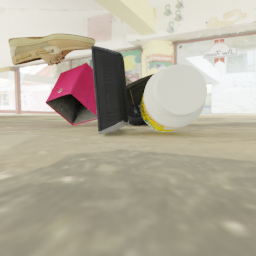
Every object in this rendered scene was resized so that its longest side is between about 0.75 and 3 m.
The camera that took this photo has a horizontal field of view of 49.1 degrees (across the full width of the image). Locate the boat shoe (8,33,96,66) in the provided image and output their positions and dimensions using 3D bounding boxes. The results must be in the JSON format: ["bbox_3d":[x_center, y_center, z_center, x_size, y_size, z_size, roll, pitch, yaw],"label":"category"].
[{"bbox_3d":[-2.486,-2.549,9.306,2.952,0.952,1.052,0,10,12],"label":"boat shoe"}]

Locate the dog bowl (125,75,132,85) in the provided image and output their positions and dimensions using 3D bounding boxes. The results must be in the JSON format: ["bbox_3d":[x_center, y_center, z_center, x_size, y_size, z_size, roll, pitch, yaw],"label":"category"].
[{"bbox_3d":[-0.375,-1.317,12.769,2.141,2.141,0.628,3,-10,45],"label":"dog bowl"}]

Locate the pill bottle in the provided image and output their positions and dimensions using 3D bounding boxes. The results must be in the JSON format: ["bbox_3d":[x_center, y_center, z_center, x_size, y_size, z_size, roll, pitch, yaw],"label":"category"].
[{"bbox_3d":[0.896,-0.563,5.791,1.203,1.203,2.133,0,-4,-1],"label":"pill bottle"}]

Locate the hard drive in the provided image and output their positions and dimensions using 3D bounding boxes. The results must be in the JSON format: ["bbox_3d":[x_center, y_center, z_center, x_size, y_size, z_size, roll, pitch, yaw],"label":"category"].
[{"bbox_3d":[-0.349,-0.883,6.757,0.598,1.905,2.824,-4,5,3],"label":"hard drive"}]

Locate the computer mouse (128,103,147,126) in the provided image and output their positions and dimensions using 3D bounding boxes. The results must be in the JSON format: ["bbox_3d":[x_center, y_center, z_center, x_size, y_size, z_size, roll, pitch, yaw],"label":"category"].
[{"bbox_3d":[1.272,-0.628,9.689,2.885,0.491,0.846,-13,43,-6],"label":"computer mouse"}]

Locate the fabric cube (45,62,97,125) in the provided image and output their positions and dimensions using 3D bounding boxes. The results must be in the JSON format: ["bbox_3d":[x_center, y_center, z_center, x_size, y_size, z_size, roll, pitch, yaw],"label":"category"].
[{"bbox_3d":[-1.667,-1.119,9.502,1.366,1.388,1.392,-11,-41,38],"label":"fabric cube"}]

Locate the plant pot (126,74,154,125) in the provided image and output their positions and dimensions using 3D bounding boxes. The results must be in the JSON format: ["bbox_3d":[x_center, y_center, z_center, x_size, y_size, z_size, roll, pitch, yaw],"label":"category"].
[{"bbox_3d":[0.769,-1.027,10.928,1.793,2.021,2.016,-17,9,-19],"label":"plant pot"}]
